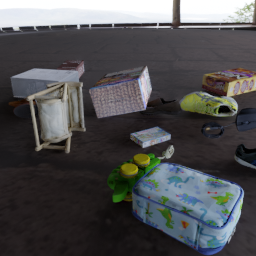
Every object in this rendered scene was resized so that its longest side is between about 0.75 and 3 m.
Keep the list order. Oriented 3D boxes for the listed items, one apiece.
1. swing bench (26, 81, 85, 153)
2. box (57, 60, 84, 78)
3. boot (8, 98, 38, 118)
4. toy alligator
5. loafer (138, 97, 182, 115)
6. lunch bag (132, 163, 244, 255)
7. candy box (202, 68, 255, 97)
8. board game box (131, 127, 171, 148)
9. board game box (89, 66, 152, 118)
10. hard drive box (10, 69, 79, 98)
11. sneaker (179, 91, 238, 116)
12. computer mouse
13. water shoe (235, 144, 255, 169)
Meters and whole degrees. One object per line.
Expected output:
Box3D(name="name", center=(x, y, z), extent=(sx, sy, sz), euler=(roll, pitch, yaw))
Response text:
Box3D(name="swing bench", center=(-2.202, -0.414, 9.040), extent=(1.174, 1.801, 1.810), euler=(4, 25, 8))
Box3D(name="box", center=(-3.416, -3.462, 16.839), extent=(1.137, 0.851, 2.271), euler=(1, 27, 1))
Box3D(name="boot", center=(-4.441, -0.958, 11.693), extent=(1.708, 0.585, 1.608), euler=(16, 29, 32))
Box3D(name="toy alligator", center=(0.251, 1.010, 7.123), extent=(0.737, 0.805, 2.716), euler=(16, 29, 31))
Box3D(name="loafer", center=(1.254, -0.961, 11.499), extent=(1.881, 0.671, 0.686), euler=(1, 25, 13))
Box3D(name="lunch bag", center=(1.260, 1.543, 5.915), extent=(2.068, 0.853, 1.663), euler=(16, 30, 31))
Box3D(name="candy box", center=(5.536, -2.428, 14.602), extent=(2.921, 0.825, 1.704), euler=(-17, 30, -28))
Box3D(name="board game box", center=(0.759, 0.289, 9.433), extent=(1.121, 0.192, 0.753), euler=(-14, 29, -28))
Box3D(name="board game box", center=(-0.195, -1.575, 11.720), extent=(1.998, 1.214, 2.506), euler=(-9, 22, 16))
Box3D(name="hard drive box", center=(-4.014, -2.191, 13.836), extent=(2.602, 0.999, 2.028), euler=(7, 26, 16))
Box3D(name="sneaker", center=(3.246, -0.934, 11.294), extent=(2.321, 0.875, 0.887), euler=(3, 24, 9))
Box3D(name="computer mouse", center=(3.629, -0.128, 9.468), extent=(2.621, 0.768, 0.446), euler=(-15, 20, -20))
Box3D(name="water shoe", center=(3.691, 0.861, 7.744), extent=(1.431, 0.565, 0.512), euler=(16, 29, 30))
